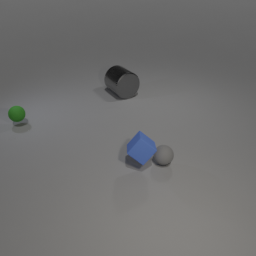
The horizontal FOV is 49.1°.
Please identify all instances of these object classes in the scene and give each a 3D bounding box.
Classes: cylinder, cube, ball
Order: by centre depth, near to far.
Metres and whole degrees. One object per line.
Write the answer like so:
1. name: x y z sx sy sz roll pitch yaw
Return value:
1. cube: 0.442 0.654 9.273 0.700 0.700 0.700 37 16 -14
2. ball: 1.240 0.933 9.730 0.700 0.700 0.700 0 31 0
3. ball: -4.746 -0.604 11.957 0.700 0.700 0.700 0 31 0
4. cylinder: -0.327 -2.427 14.709 1.400 1.400 1.400 -17 35 -26
